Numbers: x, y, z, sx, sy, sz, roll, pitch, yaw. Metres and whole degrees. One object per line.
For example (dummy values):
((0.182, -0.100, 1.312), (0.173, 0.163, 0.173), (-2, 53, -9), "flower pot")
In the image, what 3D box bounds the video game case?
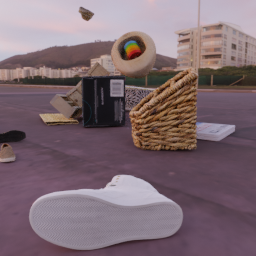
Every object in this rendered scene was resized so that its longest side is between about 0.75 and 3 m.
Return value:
((1.928, 0.031, 9.020), (2.507, 0.226, 1.795), (6, 13, 34), "video game case")

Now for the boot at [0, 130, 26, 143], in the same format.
((-3.301, 0.207, 7.780), (0.839, 0.325, 0.580), (-3, 5, -24), "boot")

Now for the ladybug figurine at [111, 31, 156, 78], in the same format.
((0.300, -3.187, 12.333), (1.982, 1.050, 2.919), (-22, 49, 10), "ladybug figurine")

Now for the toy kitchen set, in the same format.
((-1.485, -1.331, 12.059), (2.028, 2.486, 2.243), (42, 6, -1), "toy kitchen set")

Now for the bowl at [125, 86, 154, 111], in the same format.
((0.209, -1.697, 15.953), (2.773, 1.301, 2.773), (7, 9, -1), "bowl")

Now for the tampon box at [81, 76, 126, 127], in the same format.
((-1.034, -1.106, 10.980), (1.536, 1.824, 2.433), (-2, 9, -10), "tampon box")

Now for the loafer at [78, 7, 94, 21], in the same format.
((-1.755, -4.747, 11.763), (0.491, 0.443, 1.297), (29, 18, 4), "loafer")

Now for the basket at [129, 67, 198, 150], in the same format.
((0.925, -0.635, 7.451), (1.755, 1.832, 2.459), (-1, 16, 12), "basket")

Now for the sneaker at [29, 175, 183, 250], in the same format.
((-0.276, 0.863, 3.109), (1.523, 0.561, 0.880), (7, 5, -17), "sneaker")

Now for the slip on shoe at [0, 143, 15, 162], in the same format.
((-2.563, 0.521, 5.932), (0.315, 0.251, 0.829), (-4, 10, -23), "slip on shoe")

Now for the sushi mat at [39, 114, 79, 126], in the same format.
((-2.979, -0.397, 11.870), (1.302, 0.165, 2.721), (-3, 10, -21), "sushi mat")
